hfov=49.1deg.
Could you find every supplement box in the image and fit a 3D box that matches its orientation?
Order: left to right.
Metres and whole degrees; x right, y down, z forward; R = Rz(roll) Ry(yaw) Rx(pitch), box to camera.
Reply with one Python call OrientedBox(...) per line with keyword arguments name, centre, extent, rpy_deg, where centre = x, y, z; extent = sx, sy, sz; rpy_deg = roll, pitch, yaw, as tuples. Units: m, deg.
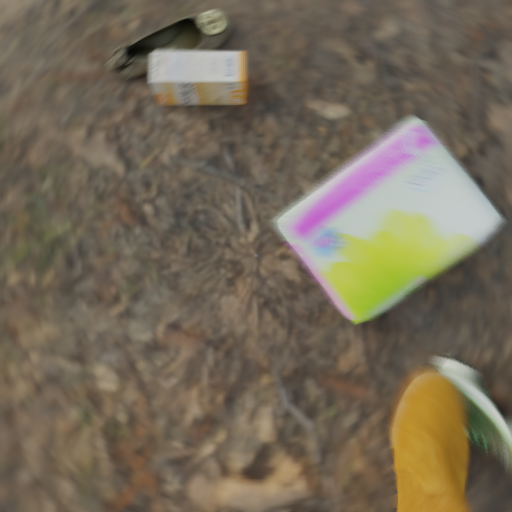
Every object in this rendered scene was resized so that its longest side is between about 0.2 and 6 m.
OrientedBox(name="supplement box", centre=(-0.887, -2.787, 8.856), extent=(1.421, 0.895, 0.522), rpy_deg=(0, 82, 1))

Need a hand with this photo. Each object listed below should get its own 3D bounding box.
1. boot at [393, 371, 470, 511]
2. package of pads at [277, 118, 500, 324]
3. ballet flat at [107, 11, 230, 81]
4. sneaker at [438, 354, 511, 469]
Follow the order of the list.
OrientedBox(name="boot", centre=(2.298, 2.879, 6.811), extent=(1.017, 2.070, 2.891), rpy_deg=(10, 80, 3))
OrientedBox(name="package of pads", centre=(1.931, -0.461, 8.265), extent=(2.614, 0.891, 2.019), rpy_deg=(-37, 84, 4))
OrientedBox(name="ballet flat", centre=(-1.429, -3.492, 9.170), extent=(2.151, 0.499, 0.725), rpy_deg=(-22, 81, -4))
OrientedBox(name="sneaker", centre=(3.151, 2.413, 8.209), extent=(0.848, 0.736, 1.915), rpy_deg=(-36, 80, 16))
